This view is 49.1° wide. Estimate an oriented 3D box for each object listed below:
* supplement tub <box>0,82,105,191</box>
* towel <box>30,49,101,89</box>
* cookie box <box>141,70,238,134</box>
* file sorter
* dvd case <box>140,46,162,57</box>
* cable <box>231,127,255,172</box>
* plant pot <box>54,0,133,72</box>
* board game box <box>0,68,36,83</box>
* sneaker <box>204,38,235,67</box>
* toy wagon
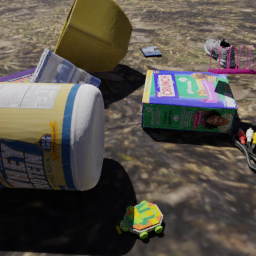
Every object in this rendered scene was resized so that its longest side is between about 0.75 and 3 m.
[{"bbox_3d":[-1.951,0.141,5.458,2.821,2.041,2.041,1,36,3],"label":"supplement tub"},{"bbox_3d":[-1.654,-1.199,7.615,1.821,0.217,1.337,29,61,-25],"label":"towel"},{"bbox_3d":[1.587,-0.795,7.729,2.304,0.866,1.971,3,37,6],"label":"cookie box"},{"bbox_3d":[2.671,-1.714,7.099,1.042,0.653,0.724,8,8,35],"label":"file sorter"},{"bbox_3d":[0.949,-3.206,11.752,0.712,0.088,0.998,-7,37,-7],"label":"dvd case"},{"bbox_3d":[2.776,0.446,6.483,0.643,0.333,1.323,7,37,10],"label":"cable"},{"bbox_3d":[-1.091,-3.165,9.615,2.166,2.117,2.103,21,65,-20],"label":"plant pot"},{"bbox_3d":[-2.857,-0.990,8.180,2.402,0.681,1.986,-27,45,-33],"label":"board game box"},{"bbox_3d":[3.709,-3.179,11.050,0.780,0.856,2.088,-7,36,-10],"label":"sneaker"},{"bbox_3d":[0.194,1.640,4.975,0.842,0.166,0.653,-14,38,-19],"label":"toy wagon"}]
